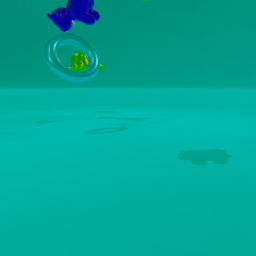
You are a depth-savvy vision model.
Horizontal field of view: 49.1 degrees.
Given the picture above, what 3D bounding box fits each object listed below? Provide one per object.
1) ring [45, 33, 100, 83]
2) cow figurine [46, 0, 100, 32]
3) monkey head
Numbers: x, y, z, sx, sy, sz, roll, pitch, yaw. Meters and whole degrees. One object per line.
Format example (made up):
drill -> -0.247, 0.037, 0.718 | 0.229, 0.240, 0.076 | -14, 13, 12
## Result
ring -> -1.346, -1.724, 6.879 | 1.381, 1.381, 0.276 | -6, -20, -33
cow figurine -> -1.677, -3.771, 8.700 | 1.628, 1.654, 0.908 | 19, 38, 3
monkey head -> -1.833, -2.758, 11.695 | 1.782, 1.074, 1.282 | -9, -15, -16
